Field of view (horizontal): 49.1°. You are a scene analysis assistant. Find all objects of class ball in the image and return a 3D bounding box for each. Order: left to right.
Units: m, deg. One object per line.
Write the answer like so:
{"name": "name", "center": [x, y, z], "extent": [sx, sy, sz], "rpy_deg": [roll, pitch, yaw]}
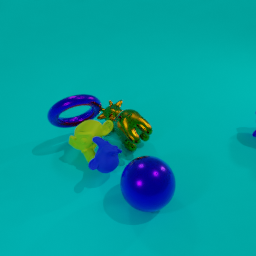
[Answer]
{"name": "ball", "center": [0.431, 1.207, 6.106], "extent": [1.210, 1.210, 1.210], "rpy_deg": [0, 39, 0]}

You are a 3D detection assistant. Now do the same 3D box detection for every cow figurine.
{"name": "cow figurine", "center": [-0.138, -0.197, 7.719], "extent": [0.943, 1.717, 1.690], "rpy_deg": [-37, 80, -13]}

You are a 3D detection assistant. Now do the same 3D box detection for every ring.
{"name": "ring", "center": [-1.392, -0.423, 7.382], "extent": [1.456, 1.456, 0.291], "rpy_deg": [-15, 69, -17]}

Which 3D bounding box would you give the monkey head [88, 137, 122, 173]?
{"name": "monkey head", "center": [-0.603, 0.664, 6.742], "extent": [0.851, 0.713, 1.183], "rpy_deg": [35, 10, 19]}

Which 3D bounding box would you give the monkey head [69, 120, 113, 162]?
{"name": "monkey head", "center": [-0.975, 0.332, 7.366], "extent": [1.449, 1.043, 0.873], "rpy_deg": [-23, 11, 38]}

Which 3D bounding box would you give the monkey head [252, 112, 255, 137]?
{"name": "monkey head", "center": [4.171, -0.307, 7.834], "extent": [1.097, 1.525, 0.919], "rpy_deg": [16, 55, -22]}
